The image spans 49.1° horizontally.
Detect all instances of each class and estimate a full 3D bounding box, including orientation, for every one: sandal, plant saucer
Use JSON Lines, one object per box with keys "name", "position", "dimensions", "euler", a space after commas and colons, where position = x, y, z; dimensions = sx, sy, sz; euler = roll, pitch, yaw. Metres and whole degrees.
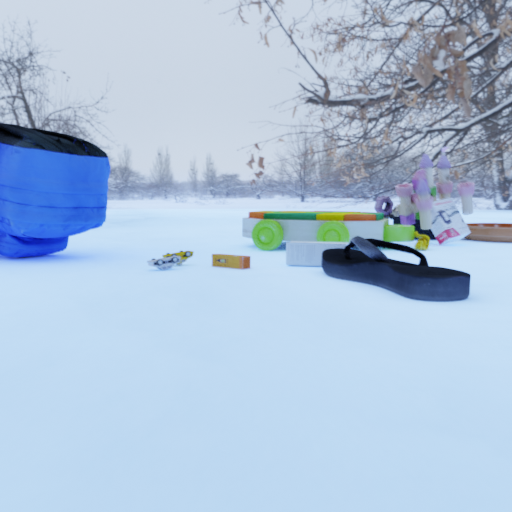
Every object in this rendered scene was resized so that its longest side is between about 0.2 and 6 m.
{"name": "sandal", "position": [1.791, 0.063, 7.421], "dimensions": [1.068, 0.601, 2.809], "euler": [-2, 7, -21]}
{"name": "plant saucer", "position": [6.608, -0.611, 14.683], "dimensions": [2.603, 0.420, 2.603], "euler": [1, 6, 0]}

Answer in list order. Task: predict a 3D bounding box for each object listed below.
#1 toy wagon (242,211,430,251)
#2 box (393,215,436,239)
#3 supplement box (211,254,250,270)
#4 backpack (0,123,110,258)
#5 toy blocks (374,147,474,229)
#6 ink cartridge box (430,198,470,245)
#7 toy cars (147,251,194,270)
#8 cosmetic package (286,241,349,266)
{"name": "toy wagon", "position": [1.824, -0.605, 12.709], "dimensions": [4.079, 0.807, 3.165], "euler": [2, 7, 20]}
{"name": "box", "position": [4.543, -0.815, 15.306], "dimensions": [1.186, 0.662, 1.680], "euler": [-1, 5, -2]}
{"name": "supplement box", "position": [-0.410, 0.089, 9.020], "dimensions": [0.660, 0.220, 0.227], "euler": [5, 8, 34]}
{"name": "backpack", "position": [-4.191, -1.199, 10.470], "dimensions": [2.928, 2.457, 2.379], "euler": [9, 13, 27]}
{"name": "toy blocks", "position": [3.998, -1.689, 13.543], "dimensions": [1.742, 1.569, 1.864], "euler": [-19, 19, -23]}
{"name": "ink cartridge box", "position": [4.455, -0.823, 13.186], "dimensions": [0.710, 0.981, 0.414], "euler": [-13, -20, -27]}
{"name": "toy cars", "position": [-1.358, 0.096, 9.013], "dimensions": [0.469, 0.232, 1.046], "euler": [-4, 8, 16]}
{"name": "cosmetic package", "position": [1.021, -0.037, 9.294], "dimensions": [0.995, 0.404, 0.562], "euler": [0, 4, 12]}
